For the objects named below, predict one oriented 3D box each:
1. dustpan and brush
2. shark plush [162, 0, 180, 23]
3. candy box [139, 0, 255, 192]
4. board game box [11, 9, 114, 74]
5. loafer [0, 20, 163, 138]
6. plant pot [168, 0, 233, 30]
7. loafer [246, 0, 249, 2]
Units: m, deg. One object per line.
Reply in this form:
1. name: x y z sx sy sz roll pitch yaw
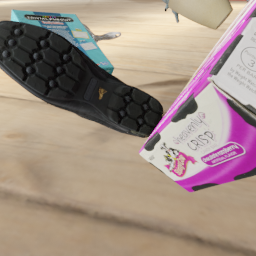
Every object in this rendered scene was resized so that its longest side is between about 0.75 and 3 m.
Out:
1. dustpan and brush: -1.257 -2.710 8.522 2.121 1.481 0.607 -13 42 3
2. shark plush: 1.463 -4.330 9.813 0.573 1.375 0.625 -35 50 3
3. candy box: 1.428 -0.794 3.080 0.879 1.966 2.883 38 68 3
4. board game box: -1.656 -1.998 6.948 1.740 0.541 2.305 -12 56 -36
5. loafer: -0.734 -0.609 4.230 2.716 0.922 0.953 27 -9 -20
6. plant pot: 2.082 -3.406 7.637 1.437 1.346 1.346 43 41 4
7. loafer: 3.444 -3.425 7.234 2.030 0.639 0.730 43 33 6
